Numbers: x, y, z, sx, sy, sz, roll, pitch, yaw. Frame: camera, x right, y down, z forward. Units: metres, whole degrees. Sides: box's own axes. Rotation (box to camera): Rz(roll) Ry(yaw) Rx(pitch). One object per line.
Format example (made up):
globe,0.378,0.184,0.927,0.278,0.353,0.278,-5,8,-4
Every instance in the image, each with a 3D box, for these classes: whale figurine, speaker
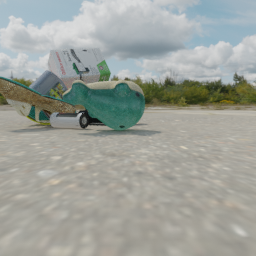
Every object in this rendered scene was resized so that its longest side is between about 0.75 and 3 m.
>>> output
whale figurine,-0.573,-0.604,7.610,2.279,1.183,1.813,10,-29,-37
speaker,-1.841,-0.233,8.746,1.220,0.495,0.495,3,5,30

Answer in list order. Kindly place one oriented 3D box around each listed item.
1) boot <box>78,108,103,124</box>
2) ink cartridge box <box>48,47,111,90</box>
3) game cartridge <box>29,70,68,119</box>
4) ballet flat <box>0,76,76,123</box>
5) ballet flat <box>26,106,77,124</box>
boot,-0.706,-0.657,10.875,1.812,0.824,2.157,4,17,28
ink cartridge box,-2.163,-2.591,12.323,2.308,1.686,0.973,-11,-28,-28
game cartridge,-2.711,-1.126,10.128,0.372,1.212,1.822,19,-28,31
ballet flat,-2.937,-0.721,8.949,2.904,0.948,1.024,20,-7,-42
ballet flat,-3.142,-0.490,10.943,0.847,0.844,2.526,-18,-12,36
